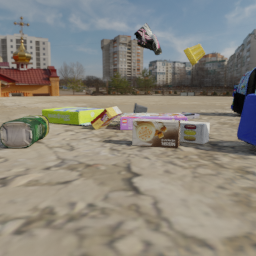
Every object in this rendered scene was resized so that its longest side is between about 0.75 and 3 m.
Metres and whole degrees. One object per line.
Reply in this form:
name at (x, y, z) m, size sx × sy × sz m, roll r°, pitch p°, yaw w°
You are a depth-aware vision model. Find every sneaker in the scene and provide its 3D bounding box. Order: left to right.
sneaker at (0.850, -3.747, 12.308) m, size 0.818 × 1.895 × 0.761 m, roll -30°, pitch -40°, yaw 9°

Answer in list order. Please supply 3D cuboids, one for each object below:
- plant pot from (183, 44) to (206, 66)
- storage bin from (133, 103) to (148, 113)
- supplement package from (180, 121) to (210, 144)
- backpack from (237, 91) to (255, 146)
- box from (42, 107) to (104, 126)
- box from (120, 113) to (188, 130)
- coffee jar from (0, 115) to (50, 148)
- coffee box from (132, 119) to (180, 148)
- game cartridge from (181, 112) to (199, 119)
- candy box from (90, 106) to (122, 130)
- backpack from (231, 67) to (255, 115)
plant pot at (3.459, -3.832, 14.406) m, size 0.880 × 0.935 × 0.935 m, roll -30°, pitch -2°, yaw 19°
storage bin at (0.533, -0.643, 12.903) m, size 0.634 × 0.944 × 0.687 m, roll 11°, pitch 8°, yaw -1°
supplement package at (1.872, 0.108, 8.523) m, size 1.067 × 0.607 × 0.584 m, roll 5°, pitch 8°, yaw 32°
backpack at (3.939, -0.034, 7.170) m, size 1.705 × 1.386 × 1.431 m, roll 9°, pitch 13°, yaw -21°
box at (-2.458, -0.576, 13.060) m, size 2.792 × 0.665 × 1.702 m, roll 5°, pitch 11°, yaw 34°
box at (1.004, -0.289, 11.528) m, size 2.606 × 0.510 × 1.783 m, roll 0°, pitch 8°, yaw 2°
coffee jar at (-2.975, 0.057, 8.315) m, size 0.938 × 0.768 × 1.799 m, roll -1°, pitch 9°, yaw 1°
coffee box at (0.803, 0.139, 7.922) m, size 1.291 × 0.738 × 0.515 m, roll 3°, pitch 8°, yaw 15°
game cartridge at (2.737, -0.652, 14.813) m, size 1.787 × 0.343 × 1.158 m, roll -4°, pitch 5°, yaw -25°
candy box at (-0.865, -0.432, 11.400) m, size 0.874 × 0.423 × 1.499 m, roll -39°, pitch -4°, yaw 16°
backpack at (7.280, -2.110, 15.841) m, size 2.519 × 2.760 × 1.857 m, roll -2°, pitch 14°, yaw -12°
